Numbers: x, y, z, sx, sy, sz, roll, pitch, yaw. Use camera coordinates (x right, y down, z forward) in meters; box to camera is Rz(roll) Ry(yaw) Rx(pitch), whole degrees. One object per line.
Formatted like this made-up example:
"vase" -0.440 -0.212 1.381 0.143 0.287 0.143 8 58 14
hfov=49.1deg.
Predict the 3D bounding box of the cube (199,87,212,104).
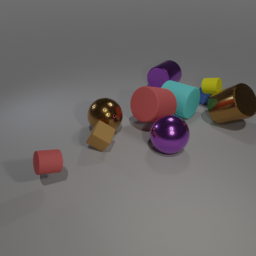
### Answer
"cube" 3.750 -1.693 13.557 0.700 0.700 0.700 -34 84 -36

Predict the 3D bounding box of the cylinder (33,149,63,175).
"cylinder" -2.364 0.995 8.261 0.700 0.700 0.700 -2 28 -32

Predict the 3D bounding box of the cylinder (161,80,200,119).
"cylinder" 2.262 -1.281 12.487 1.400 1.400 1.400 23 38 34

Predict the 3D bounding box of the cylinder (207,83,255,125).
"cylinder" 4.245 -0.953 11.444 1.400 1.400 1.400 -23 0 -33

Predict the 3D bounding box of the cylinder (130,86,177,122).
"cylinder" 1.051 -0.958 11.410 1.400 1.400 1.400 26 19 36

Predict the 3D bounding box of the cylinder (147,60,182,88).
"cylinder" 1.952 -2.765 14.964 1.400 1.400 1.400 19 36 29

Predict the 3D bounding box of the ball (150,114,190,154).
"ball" 1.487 0.218 9.998 1.400 1.400 1.400 0 31 0

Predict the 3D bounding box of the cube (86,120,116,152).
"cube" -0.976 0.293 10.108 0.700 0.700 0.700 30 50 -12

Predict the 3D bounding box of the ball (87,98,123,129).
"ball" -0.906 -0.499 11.117 1.400 1.400 1.400 0 31 0

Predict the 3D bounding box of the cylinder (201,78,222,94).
"cylinder" 3.775 -1.898 12.610 0.700 0.700 0.700 7 28 40
